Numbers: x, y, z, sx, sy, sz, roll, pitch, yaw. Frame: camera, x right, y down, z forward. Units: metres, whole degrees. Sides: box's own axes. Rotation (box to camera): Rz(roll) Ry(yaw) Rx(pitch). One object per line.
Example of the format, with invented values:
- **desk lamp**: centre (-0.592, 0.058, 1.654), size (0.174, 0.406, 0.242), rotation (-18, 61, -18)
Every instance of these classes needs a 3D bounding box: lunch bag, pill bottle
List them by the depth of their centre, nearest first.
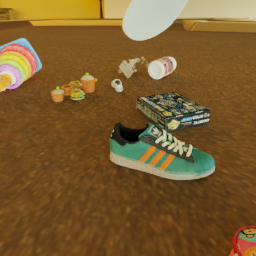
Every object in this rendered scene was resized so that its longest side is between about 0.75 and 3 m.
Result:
- **lunch bag**: centre (1.910, 1.893, 2.670), size (1.645, 0.765, 1.868), rotation (4, 31, 6)
- **pill bottle**: centre (1.531, -2.664, 12.233), size (0.788, 0.788, 1.438), rotation (16, 30, 30)

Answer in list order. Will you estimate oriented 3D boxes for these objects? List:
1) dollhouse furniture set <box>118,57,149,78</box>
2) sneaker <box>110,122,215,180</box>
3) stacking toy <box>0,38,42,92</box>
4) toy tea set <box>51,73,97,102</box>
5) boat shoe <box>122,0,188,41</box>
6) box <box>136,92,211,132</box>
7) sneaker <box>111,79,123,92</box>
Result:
- **dollhouse furniture set**: centre (0.260, -2.647, 12.558), size (1.447, 0.750, 0.640), rotation (-27, 76, -44)
- **sneaker**: centre (0.644, 0.406, 5.659), size (2.210, 0.883, 0.789), rotation (8, 27, 16)
- **stacking toy**: centre (-4.436, -2.103, 10.603), size (1.612, 1.524, 2.777), rotation (-18, 35, 9)
- **toy tea set**: centre (-1.909, -1.491, 9.865), size (1.127, 0.702, 1.896), rotation (8, 27, 16)
- **boat shoe**: centre (0.798, -2.755, 5.597), size (2.461, 0.870, 0.784), rotation (-45, 26, 5)
- **box**: centre (1.271, -0.543, 8.193), size (1.451, 0.420, 1.826), rotation (-11, 28, -22)
- **sneaker**: centre (-0.401, -1.708, 10.722), size (0.372, 0.360, 1.018), rotation (-7, 26, -15)
